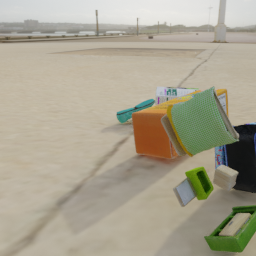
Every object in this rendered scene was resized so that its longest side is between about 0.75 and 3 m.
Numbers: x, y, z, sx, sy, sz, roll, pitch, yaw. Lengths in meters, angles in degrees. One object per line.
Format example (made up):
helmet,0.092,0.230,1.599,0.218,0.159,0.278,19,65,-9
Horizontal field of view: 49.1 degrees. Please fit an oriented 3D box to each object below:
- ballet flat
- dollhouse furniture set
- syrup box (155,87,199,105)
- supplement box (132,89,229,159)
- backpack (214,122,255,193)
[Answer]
ballet flat,0.245,-0.424,7.666,1.174,0.413,0.395,-22,21,-13
dollhouse furniture set,0.890,0.487,3.334,0.675,1.750,0.874,-25,-1,-38
syrup box,1.496,-0.887,8.541,1.312,0.534,0.517,4,40,4
supplement box,1.319,-0.219,6.329,0.936,0.968,2.814,4,16,40
backpack,1.950,0.380,4.503,0.765,1.038,1.137,1,17,38
